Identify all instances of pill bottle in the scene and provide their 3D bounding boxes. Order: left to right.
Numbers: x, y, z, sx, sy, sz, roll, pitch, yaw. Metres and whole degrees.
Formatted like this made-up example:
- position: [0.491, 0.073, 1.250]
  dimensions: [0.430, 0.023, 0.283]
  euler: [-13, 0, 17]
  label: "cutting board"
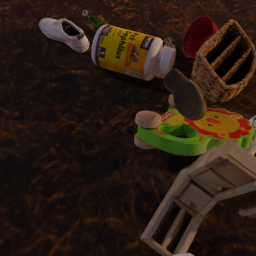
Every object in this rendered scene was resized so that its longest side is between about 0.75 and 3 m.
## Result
- position: [0.229, -2.663, 10.144]
  dimensions: [2.827, 1.544, 1.544]
  euler: [18, 58, 12]
  label: "pill bottle"

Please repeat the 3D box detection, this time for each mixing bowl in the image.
- position: [2.972, -3.382, 10.838]
  dimensions: [0.859, 1.586, 1.586]
  euler: [10, 50, -32]
  label: "mixing bowl"

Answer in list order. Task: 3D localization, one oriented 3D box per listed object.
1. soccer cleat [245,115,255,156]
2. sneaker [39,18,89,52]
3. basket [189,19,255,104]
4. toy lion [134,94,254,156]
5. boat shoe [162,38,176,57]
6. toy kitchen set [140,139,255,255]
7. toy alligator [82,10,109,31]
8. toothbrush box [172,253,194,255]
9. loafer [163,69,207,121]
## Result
- position: [3.698, 0.281, 8.560]
  dimensions: [0.784, 0.969, 2.244]
  euler: [33, 63, 20]
  label: "soccer cleat"
- position: [-2.635, -4.060, 11.458]
  dimensions: [2.576, 0.912, 0.941]
  euler: [30, 61, 18]
  label: "sneaker"
- position: [3.497, -2.225, 9.732]
  dimensions: [1.709, 1.784, 2.394]
  euler: [37, 63, 22]
  label: "basket"
- position: [2.010, 0.016, 8.011]
  dimensions: [2.759, 0.988, 2.879]
  euler: [23, 35, 31]
  label: "toy lion"
- position: [1.622, -3.167, 11.197]
  dimensions: [0.415, 0.438, 1.156]
  euler: [-10, 48, -3]
  label: "boat shoe"
- position: [2.078, 2.103, 6.434]
  dimensions: [2.138, 2.620, 2.364]
  euler: [36, 64, 4]
  label: "toy kitchen set"
- position: [-1.306, -4.487, 12.015]
  dimensions: [0.628, 0.455, 1.895]
  euler: [-45, 63, 10]
  label: "toy alligator"
- position: [1.680, 3.866, 5.848]
  dimensions: [2.091, 0.892, 1.531]
  euler: [33, 58, -1]
  label: "toothbrush box"
- position: [1.582, -0.880, 7.375]
  dimensions: [0.683, 0.770, 2.025]
  euler: [25, 31, -32]
  label: "loafer"
